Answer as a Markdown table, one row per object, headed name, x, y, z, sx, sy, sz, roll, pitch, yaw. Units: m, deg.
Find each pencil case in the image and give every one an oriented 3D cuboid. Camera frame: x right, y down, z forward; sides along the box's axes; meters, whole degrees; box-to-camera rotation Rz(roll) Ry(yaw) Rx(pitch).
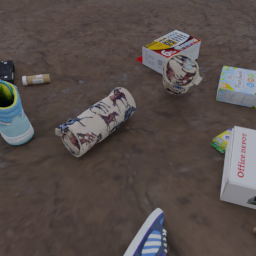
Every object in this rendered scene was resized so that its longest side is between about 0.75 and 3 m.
| name | x | y | z | sx | sy | sz | roll | pitch | yaw |
| --- | --- | --- | --- | --- | --- | --- | --- | --- | --- |
| pencil case | -0.900 | -0.286 | 8.614 | 1.167 | 1.016 | 2.610 | 41 | 56 | 15 |
| pencil case | 1.667 | -1.628 | 9.100 | 0.978 | 2.513 | 1.124 | -44 | 87 | 6 |

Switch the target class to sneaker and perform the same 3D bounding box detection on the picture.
| name | x | y | z | sx | sy | sz | roll | pitch | yaw |
| --- | --- | --- | --- | --- | --- | --- | --- | --- | --- |
| sneaker | 0.685 | 2.676 | 5.882 | 1.277 | 0.703 | 1.745 | 32 | 45 | 15 |
| sneaker | -4.016 | -0.902 | 8.654 | 2.845 | 1.857 | 1.131 | 33 | 54 | 30 |

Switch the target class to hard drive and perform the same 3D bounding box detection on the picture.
| name | x | y | z | sx | sy | sz | roll | pitch | yaw |
| --- | --- | --- | --- | --- | --- | --- | --- | --- | --- |
| hard drive | -5.497 | -1.989 | 10.838 | 2.060 | 0.390 | 1.439 | -10 | 45 | -11 |

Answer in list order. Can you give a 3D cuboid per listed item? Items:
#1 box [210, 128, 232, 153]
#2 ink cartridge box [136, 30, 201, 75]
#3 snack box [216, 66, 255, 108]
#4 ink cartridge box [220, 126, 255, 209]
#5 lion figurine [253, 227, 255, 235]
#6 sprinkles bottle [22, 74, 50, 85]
| name | x | y | z | sx | sy | sz | roll | pitch | yaw |
| --- | --- | --- | --- | --- | --- | --- | --- | --- | --- |
| box | 2.984 | 0.391 | 8.501 | 0.900 | 0.218 | 0.528 | -28 | 51 | -24 |
| ink cartridge box | 1.645 | -3.274 | 11.812 | 2.106 | 0.883 | 1.849 | -34 | 52 | -29 |
| snack box | 4.251 | -1.481 | 10.145 | 1.841 | 0.623 | 1.552 | 12 | 46 | 14 |
| ink cartridge box | 3.710 | 1.140 | 7.015 | 2.467 | 1.022 | 1.811 | 13 | 52 | 13 |
| lion figurine | 3.131 | 2.548 | 6.195 | 0.498 | 0.295 | 0.813 | -25 | 46 | 24 |
| sprinkles bottle | -3.508 | -1.858 | 10.741 | 0.991 | 0.338 | 0.338 | -8 | 44 | -9 |
